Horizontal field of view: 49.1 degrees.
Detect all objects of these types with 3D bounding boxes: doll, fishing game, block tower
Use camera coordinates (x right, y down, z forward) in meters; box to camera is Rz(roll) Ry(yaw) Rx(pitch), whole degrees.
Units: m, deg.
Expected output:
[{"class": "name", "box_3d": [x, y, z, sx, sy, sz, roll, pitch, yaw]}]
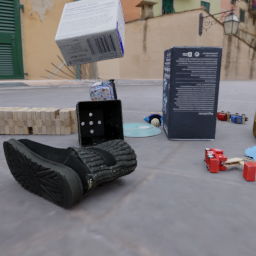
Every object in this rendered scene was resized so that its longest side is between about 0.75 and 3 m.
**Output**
[{"class": "doll", "box_3d": [1.089, -0.350, 10.736, 1.022, 0.363, 1.497, 2, 12, 8]}, {"class": "fishing game", "box_3d": [3.264, 0.638, 6.669, 0.882, 0.192, 1.232, 10, 23, 40]}, {"class": "block tower", "box_3d": [-3.185, -0.247, 9.202, 2.940, 0.850, 0.794, -1, 12, -1]}]

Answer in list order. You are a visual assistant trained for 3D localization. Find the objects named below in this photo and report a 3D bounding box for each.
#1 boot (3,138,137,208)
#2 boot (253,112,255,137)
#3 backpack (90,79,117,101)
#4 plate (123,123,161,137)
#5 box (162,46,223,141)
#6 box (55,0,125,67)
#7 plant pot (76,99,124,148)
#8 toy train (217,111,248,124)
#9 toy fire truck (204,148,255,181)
[{"class": "boot", "box_3d": [-1.093, 0.588, 5.215, 2.186, 0.823, 1.634, 21, 29, 32]}, {"class": "boot", "box_3d": [4.682, -0.053, 8.439, 1.613, 0.755, 2.075, 4, 14, 18]}, {"class": "backpack", "box_3d": [-1.431, -1.912, 15.820, 1.444, 1.516, 1.168, 1, 25, 18]}, {"class": "plate", "box_3d": [0.291, 0.019, 9.409, 1.663, 0.212, 1.663, 0, 11, 0]}, {"class": "box", "box_3d": [1.899, -1.154, 8.892, 1.446, 2.700, 2.004, 0, 12, 1]}, {"class": "box", "box_3d": [-1.275, -3.615, 10.282, 2.190, 1.249, 2.381, -7, 52, 10]}, {"class": "plant pot", "box_3d": [-0.912, -0.132, 8.049, 1.250, 1.253, 1.112, -5, 2, -22]}, {"class": "toy train", "box_3d": [3.900, -0.489, 11.391, 0.485, 0.361, 2.116, -11, 16, -30]}, {"class": "toy fire truck", "box_3d": [2.118, 0.728, 5.923, 0.883, 0.305, 1.251, 2, 12, 9]}]
